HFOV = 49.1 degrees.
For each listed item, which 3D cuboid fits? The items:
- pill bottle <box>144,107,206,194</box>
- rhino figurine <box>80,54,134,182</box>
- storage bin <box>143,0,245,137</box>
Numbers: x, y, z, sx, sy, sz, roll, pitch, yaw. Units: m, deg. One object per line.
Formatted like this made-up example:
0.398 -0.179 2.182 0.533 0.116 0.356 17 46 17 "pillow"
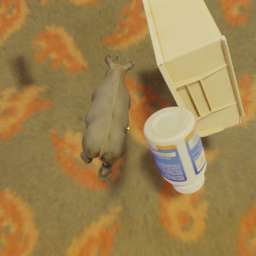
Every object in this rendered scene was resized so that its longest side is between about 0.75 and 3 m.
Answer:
0.983 0.502 5.433 0.943 1.683 0.943 -15 38 12 "pill bottle"
-0.306 -0.381 4.816 0.712 1.041 2.381 12 59 -6 "rhino figurine"
1.375 -1.428 5.899 1.123 2.380 2.397 -20 48 16 "storage bin"
